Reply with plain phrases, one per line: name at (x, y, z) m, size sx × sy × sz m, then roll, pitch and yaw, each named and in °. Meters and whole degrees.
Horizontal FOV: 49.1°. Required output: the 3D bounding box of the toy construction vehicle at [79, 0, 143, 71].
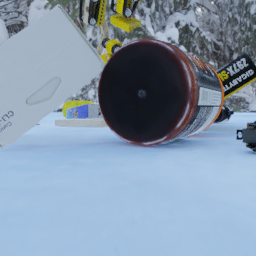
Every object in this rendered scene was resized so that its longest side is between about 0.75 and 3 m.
toy construction vehicle at (-0.481, -3.149, 8.616) m, size 0.987 × 2.802 × 2.439 m, roll -15°, pitch 38°, yaw -36°

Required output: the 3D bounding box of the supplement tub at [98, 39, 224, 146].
supplement tub at (0.798, -0.559, 4.873) m, size 1.490 × 1.490 × 2.786 m, roll 2°, pitch 5°, yaw 28°

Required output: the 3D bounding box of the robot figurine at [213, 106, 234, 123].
robot figurine at (3.394, -0.501, 10.372) m, size 1.068 × 0.667 × 0.803 m, roll -3°, pitch 35°, yaw -45°

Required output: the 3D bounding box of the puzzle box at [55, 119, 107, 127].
puzzle box at (-1.296, -0.170, 8.665) m, size 1.591 × 0.202 × 1.058 m, roll 1°, pitch 4°, yaw 19°

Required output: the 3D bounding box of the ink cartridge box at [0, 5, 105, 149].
ink cartridge box at (-1.604, -0.741, 4.619) m, size 1.797 × 1.033 × 2.476 m, roll -42°, pitch 16°, yaw -13°

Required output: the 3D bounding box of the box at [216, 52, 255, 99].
box at (2.066, -0.911, 7.791) m, size 2.345 × 0.725 × 2.937 m, roll -35°, pitch -2°, yaw 9°

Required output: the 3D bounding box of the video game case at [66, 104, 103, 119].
video game case at (-1.000, -0.529, 10.536) m, size 2.034 × 0.510 × 2.244 m, roll 0°, pitch -2°, yaw -30°

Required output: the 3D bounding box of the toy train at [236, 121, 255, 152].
toy train at (2.151, 0.136, 2.718) m, size 0.498 × 0.371 × 2.175 m, roll -4°, pitch 7°, yaw -44°

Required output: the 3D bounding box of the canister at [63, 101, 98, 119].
canister at (-2.074, -0.861, 13.925) m, size 1.552 × 0.905 × 2.090 m, roll 1°, pitch 3°, yaw 14°
